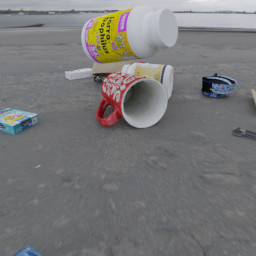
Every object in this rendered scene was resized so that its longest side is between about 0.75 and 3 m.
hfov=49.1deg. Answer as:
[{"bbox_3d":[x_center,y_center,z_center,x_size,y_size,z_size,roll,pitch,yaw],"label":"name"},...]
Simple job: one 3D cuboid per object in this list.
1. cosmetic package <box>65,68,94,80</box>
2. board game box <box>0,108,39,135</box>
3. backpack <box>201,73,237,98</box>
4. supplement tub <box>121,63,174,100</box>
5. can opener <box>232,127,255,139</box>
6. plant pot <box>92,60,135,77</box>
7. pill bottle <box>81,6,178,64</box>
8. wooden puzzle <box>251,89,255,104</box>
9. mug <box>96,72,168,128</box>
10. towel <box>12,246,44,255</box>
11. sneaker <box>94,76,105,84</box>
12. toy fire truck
[{"bbox_3d":[-2.578,-2.929,15.113,1.475,0.374,0.609,-17,31,-33],"label":"cosmetic package"},{"bbox_3d":[-3.900,-0.259,9.353,1.404,0.329,1.060,12,27,25],"label":"board game box"},{"bbox_3d":[3.942,-1.774,11.996,1.176,0.867,1.288,-20,31,-37],"label":"backpack"},{"bbox_3d":[0.800,-1.949,11.690,2.008,1.450,1.450,8,26,17],"label":"supplement tub"},{"bbox_3d":[3.638,0.211,8.531,0.902,0.237,0.300,18,65,37],"label":"can opener"},{"bbox_3d":[-0.638,-3.332,13.819,2.239,1.503,2.239,3,4,0],"label":"plant pot"},{"bbox_3d":[0.016,-2.648,8.026,2.671,1.392,1.392,4,22,39],"label":"pill bottle"},{"bbox_3d":[5.967,-0.839,10.591,2.379,0.443,2.201,12,27,14],"label":"wooden puzzle"},{"bbox_3d":[-0.174,-1.130,9.792,2.181,1.639,2.457,-8,23,-22],"label":"mug"},{"bbox_3d":[-0.985,2.349,3.451,2.138,0.519,1.194,15,30,29],"label":"towel"},{"bbox_3d":[-1.342,-2.482,14.176,0.397,0.357,0.920,-16,29,-37],"label":"sneaker"},{"bbox_3d":[0.765,-2.232,12.966,2.421,0.590,1.707,24,59,12],"label":"toy fire truck"}]
